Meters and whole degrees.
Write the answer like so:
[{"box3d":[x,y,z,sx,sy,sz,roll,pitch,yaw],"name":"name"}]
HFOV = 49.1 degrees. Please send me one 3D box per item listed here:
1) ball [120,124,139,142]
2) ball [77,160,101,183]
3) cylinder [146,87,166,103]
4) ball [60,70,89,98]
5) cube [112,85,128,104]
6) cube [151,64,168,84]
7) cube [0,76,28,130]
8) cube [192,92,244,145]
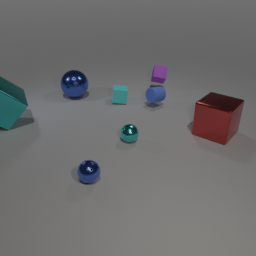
[{"box3d":[0.058,0.194,10.552,0.700,0.700,0.700,0,29,0],"name":"ball"},{"box3d":[-1.184,1.315,8.484,0.700,0.700,0.700,0,29,0],"name":"ball"},{"box3d":[1.313,-1.580,13.237,0.700,0.700,0.700,-12,30,-37],"name":"cylinder"},{"box3d":[-2.707,-2.229,14.199,1.400,1.400,1.400,0,29,0],"name":"ball"},{"box3d":[-0.402,-1.648,13.763,0.700,0.700,0.700,4,26,-4],"name":"cube"},{"box3d":[1.659,-2.851,14.863,0.700,0.700,0.700,11,-13,-2],"name":"cube"},{"box3d":[-5.115,-1.052,11.319,1.400,1.400,1.400,33,15,-42],"name":"cube"},{"box3d":[3.488,-0.418,10.913,1.400,1.400,1.400,21,35,33],"name":"cube"}]
